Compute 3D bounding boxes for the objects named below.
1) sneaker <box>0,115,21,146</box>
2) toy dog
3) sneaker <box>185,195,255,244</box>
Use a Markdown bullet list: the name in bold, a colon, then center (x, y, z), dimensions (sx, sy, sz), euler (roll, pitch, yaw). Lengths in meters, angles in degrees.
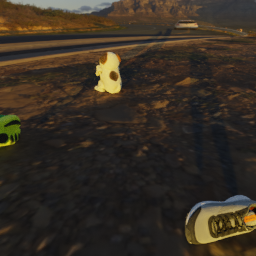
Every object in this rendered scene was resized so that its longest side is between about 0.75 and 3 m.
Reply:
- **sneaker**: center (-3.756, 0.120, 6.785), dimensions (1.192, 1.056, 2.852), euler (-1, -1, 9)
- **toy dog**: center (-0.864, -2.520, 12.611), dimensions (1.213, 1.739, 1.686), euler (-7, 24, -15)
- **sneaker**: center (1.567, 1.418, 4.399), dimensions (1.575, 0.582, 0.625), euler (-9, -2, -25)
